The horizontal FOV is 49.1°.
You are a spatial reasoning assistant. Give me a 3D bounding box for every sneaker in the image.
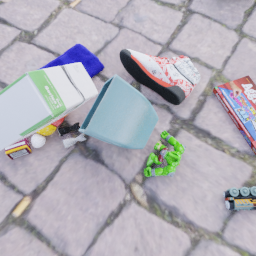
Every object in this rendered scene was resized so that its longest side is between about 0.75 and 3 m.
[{"bbox_3d":[1.208,-2.219,10.286,2.964,0.990,1.588,39,67,15],"label":"sneaker"}]

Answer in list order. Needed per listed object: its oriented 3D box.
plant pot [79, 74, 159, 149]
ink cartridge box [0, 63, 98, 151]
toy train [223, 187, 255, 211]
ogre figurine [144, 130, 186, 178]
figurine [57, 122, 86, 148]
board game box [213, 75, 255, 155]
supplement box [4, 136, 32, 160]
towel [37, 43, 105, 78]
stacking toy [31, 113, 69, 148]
[{"bbox_3d":[-0.187,-0.269,8.611,1.874,1.834,1.839,29,83,-13],"label":"plant pot"},{"bbox_3d":[-1.836,-0.557,6.068,1.631,2.233,0.942,-28,97,23],"label":"ink cartridge box"},{"bbox_3d":[3.419,2.094,8.267,1.173,0.500,0.668,-2,71,-1],"label":"toy train"},{"bbox_3d":[1.185,0.908,8.739,0.931,0.762,1.553,20,51,24],"label":"ogre figurine"},{"bbox_3d":[-1.853,0.226,9.353,0.778,0.343,0.797,-22,65,-16],"label":"figurine"},{"bbox_3d":[4.347,-0.498,9.752,1.485,0.281,2.885,-19,64,-11],"label":"board game box"},{"bbox_3d":[-3.681,0.303,9.166,0.692,0.537,1.254,-18,63,-10],"label":"supplement box"},{"bbox_3d":[-2.202,-2.191,10.493,1.656,0.556,2.243,39,69,20],"label":"towel"},{"bbox_3d":[-2.734,-0.231,9.241,1.350,1.350,1.847,21,80,11],"label":"stacking toy"}]
